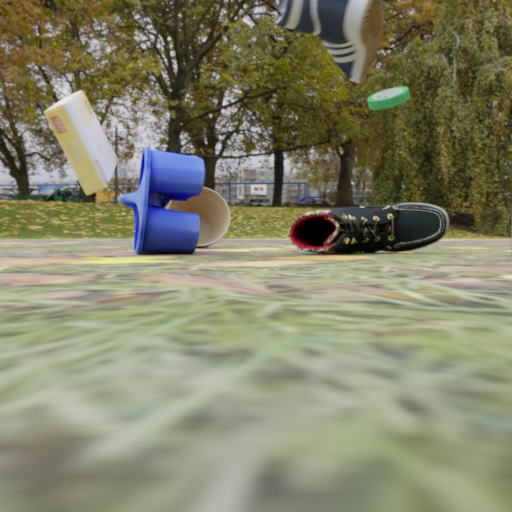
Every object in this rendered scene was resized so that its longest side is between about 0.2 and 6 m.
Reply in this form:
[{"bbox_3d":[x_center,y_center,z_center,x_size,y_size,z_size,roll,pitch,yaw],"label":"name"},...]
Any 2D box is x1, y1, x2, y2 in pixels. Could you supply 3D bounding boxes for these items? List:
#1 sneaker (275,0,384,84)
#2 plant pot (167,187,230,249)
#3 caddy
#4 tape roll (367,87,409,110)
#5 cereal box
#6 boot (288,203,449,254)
[{"bbox_3d":[1.192,-3.646,8.944,1.473,0.952,2.715,20,2,12],"label":"sneaker"},{"bbox_3d":[-1.679,-0.940,16.081,1.764,1.764,1.184,0,-17,-9],"label":"plant pot"},{"bbox_3d":[-2.068,-1.080,11.645,1.596,2.150,3.041,6,0,-14],"label":"caddy"},{"bbox_3d":[3.158,-3.763,13.375,0.960,0.231,0.960,-17,25,8],"label":"tape roll"},{"bbox_3d":[-3.411,-2.316,11.152,0.463,1.685,2.342,-22,23,2],"label":"cereal box"},{"bbox_3d":[2.253,-0.507,11.319,2.884,1.041,2.179,-2,4,28],"label":"boot"}]
